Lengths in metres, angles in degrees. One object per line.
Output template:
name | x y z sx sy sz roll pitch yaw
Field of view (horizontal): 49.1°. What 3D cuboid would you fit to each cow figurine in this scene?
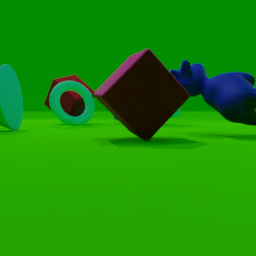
cow figurine | 1.726 -0.702 5.530 1.698 0.947 1.726 2 32 -11

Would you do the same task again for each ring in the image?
ring | -1.650 -0.739 8.400 1.423 1.423 0.285 -3 -13 -36

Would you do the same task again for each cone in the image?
cone | -3.662 -0.673 6.860 1.635 1.629 1.629 -5 4 -3

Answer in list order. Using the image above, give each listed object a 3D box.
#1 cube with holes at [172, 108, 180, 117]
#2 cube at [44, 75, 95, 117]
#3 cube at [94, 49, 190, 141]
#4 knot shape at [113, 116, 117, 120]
cube with holes | 0.868 -1.157 9.735 1.393 1.393 1.393 -4 14 -31
cube | -2.140 -1.094 10.361 1.178 1.178 1.178 41 34 13
cube | 0.182 -0.556 4.762 1.033 1.033 1.033 45 -4 -16
knot shape | -0.161 -0.675 11.036 1.058 0.522 1.131 0 38 -41
